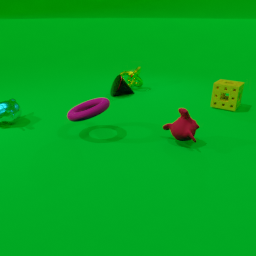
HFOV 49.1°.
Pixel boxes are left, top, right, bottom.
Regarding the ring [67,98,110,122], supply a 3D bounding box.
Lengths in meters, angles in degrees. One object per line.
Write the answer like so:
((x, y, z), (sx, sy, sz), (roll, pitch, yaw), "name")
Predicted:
((-1.105, -0.526, 7.867), (1.261, 0.252, 1.261), (-17, 20, 7), "ring")

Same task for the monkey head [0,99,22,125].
((-3.829, -0.616, 8.675), (0.863, 1.030, 1.432), (-26, 30, -6), "monkey head")

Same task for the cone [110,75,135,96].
((-0.111, -1.604, 11.635), (0.936, 0.932, 0.932), (20, 16, -24), "cone")

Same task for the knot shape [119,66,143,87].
((0.097, -2.170, 12.393), (1.131, 1.208, 0.558), (-15, 60, -9), "knot shape")

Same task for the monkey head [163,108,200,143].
((1.426, -0.063, 7.380), (0.687, 0.820, 1.139), (-47, 42, -17), "monkey head")

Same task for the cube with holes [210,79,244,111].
((3.598, -1.207, 10.132), (0.869, 0.869, 0.869), (15, 25, 29), "cube with holes")
